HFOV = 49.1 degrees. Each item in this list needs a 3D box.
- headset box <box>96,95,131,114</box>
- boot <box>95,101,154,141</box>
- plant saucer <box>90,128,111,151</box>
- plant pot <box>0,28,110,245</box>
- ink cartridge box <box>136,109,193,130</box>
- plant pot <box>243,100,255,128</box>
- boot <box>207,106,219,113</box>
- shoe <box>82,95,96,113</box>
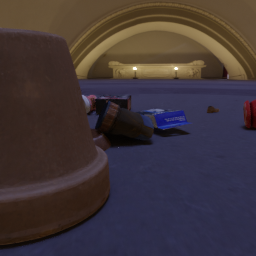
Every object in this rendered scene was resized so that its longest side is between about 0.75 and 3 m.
[{"bbox_3d":[-0.614,-1.042,12.380,1.394,0.704,1.876,1,12,5],"label":"headset box"},{"bbox_3d":[-0.188,-0.110,8.356,1.406,1.084,2.902,23,2,-8],"label":"boot"},{"bbox_3d":[-1.460,0.293,7.161,2.031,0.350,2.031,-1,12,0],"label":"plant saucer"},{"bbox_3d":[-1.643,-0.122,4.161,2.800,2.442,2.800,1,12,0],"label":"plant pot"},{"bbox_3d":[1.004,-0.334,9.152,1.119,0.441,2.250,-10,10,-24],"label":"ink cartridge box"},{"bbox_3d":[4.297,-0.462,9.139,0.939,1.031,1.031,-4,10,20],"label":"plant pot"},{"bbox_3d":[3.806,-0.838,12.446,0.784,0.296,0.288,-8,13,-38],"label":"boot"},{"bbox_3d":[-1.780,-1.145,12.627,1.025,0.805,2.253,-10,12,-24],"label":"shoe"}]
